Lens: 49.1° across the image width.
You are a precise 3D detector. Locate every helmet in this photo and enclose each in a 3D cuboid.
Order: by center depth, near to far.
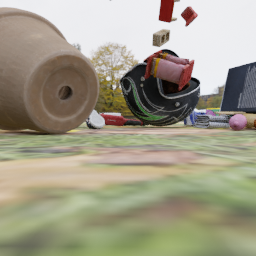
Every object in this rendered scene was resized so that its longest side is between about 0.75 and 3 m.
[{"bbox_3d":[1.254,-1.359,10.624,2.800,2.670,2.800,-37,5,4],"label":"helmet"}]

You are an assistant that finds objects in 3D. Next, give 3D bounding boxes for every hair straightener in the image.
[{"bbox_3d":[-0.167,-0.347,12.440,2.603,0.533,1.002,-1,2,-20],"label":"hair straightener"}]

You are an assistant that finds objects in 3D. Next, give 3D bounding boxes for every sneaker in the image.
[{"bbox_3d":[-1.003,-0.159,8.522,0.445,0.450,1.134,-6,28,-20],"label":"sneaker"},{"bbox_3d":[3.182,-0.540,12.673,1.308,0.915,2.265,-2,0,11],"label":"sneaker"}]

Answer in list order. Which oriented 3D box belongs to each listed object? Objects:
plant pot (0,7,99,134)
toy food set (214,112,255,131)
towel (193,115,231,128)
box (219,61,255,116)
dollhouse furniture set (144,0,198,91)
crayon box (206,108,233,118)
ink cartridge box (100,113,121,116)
[{"bbox_3d":[-1.845,-0.958,5.545,2.641,2.641,2.303,-1,19,-44],"label":"plant pot"},{"bbox_3d":[3.293,-0.078,6.741,1.525,0.378,2.399,-1,9,-26],"label":"toy food set"},{"bbox_3d":[2.781,-0.217,9.263,0.864,0.446,1.043,0,1,-16],"label":"towel"},{"bbox_3d":[4.563,-0.947,8.098,2.177,1.571,2.934,13,-3,-20],"label":"box"},{"bbox_3d":[1.282,-2.384,7.929,1.217,2.262,0.920,21,39,23],"label":"dollhouse furniture set"},{"bbox_3d":[5.045,-0.455,11.560,2.358,0.797,2.733,-3,3,-32],"label":"crayon box"},{"bbox_3d":[-0.992,-0.465,14.912,1.094,0.634,1.511,0,2,-8],"label":"ink cartridge box"}]
